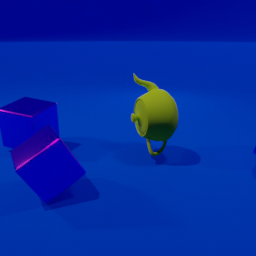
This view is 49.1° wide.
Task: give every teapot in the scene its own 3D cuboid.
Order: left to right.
[{"bbox_3d":[0.543,-0.340,6.566,0.978,1.996,1.241,-7,-6,-17],"label":"teapot"}]

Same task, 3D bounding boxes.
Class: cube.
[{"bbox_3d":[-2.513,-0.094,7.192,1.042,1.042,1.042,12,28,19],"label":"cube"},{"bbox_3d":[-1.493,0.644,5.209,0.899,0.899,0.899,-38,30,-13],"label":"cube"}]

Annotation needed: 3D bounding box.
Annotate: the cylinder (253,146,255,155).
[{"bbox_3d":[3.311,0.277,5.727,1.073,1.073,1.073,27,29,24],"label":"cylinder"}]
